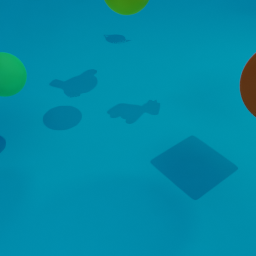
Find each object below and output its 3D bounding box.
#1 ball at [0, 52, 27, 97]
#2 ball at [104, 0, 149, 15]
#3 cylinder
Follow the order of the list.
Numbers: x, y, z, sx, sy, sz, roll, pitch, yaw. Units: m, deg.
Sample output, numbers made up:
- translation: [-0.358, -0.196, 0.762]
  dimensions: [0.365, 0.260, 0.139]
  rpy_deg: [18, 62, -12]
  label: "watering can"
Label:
- translation: [-2.314, -0.990, 5.209]
  dimensions: [0.813, 0.813, 0.813]
  rpy_deg: [0, 48, 0]
  label: "ball"
- translation: [-0.023, -2.510, 5.006]
  dimensions: [0.915, 0.915, 0.915]
  rpy_deg: [0, 48, 0]
  label: "ball"
- translation: [2.742, -0.778, 4.658]
  dimensions: [1.296, 1.296, 1.296]
  rpy_deg: [-17, 46, -44]
  label: "cylinder"
